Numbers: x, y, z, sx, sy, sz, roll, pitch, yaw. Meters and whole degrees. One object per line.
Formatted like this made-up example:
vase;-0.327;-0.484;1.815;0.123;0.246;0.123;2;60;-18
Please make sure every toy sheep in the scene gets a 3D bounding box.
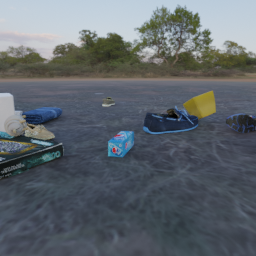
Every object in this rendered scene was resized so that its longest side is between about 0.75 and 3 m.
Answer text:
toy sheep;-3.222;-0.064;8.054;0.671;0.671;0.973;-4;16;-18

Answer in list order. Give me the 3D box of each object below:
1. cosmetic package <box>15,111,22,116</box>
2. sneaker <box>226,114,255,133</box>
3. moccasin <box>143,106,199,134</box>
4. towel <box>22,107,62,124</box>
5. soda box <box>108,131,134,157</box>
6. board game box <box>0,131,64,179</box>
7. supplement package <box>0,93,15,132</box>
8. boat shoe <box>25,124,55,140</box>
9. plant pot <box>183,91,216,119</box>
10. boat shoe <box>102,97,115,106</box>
cosmetic package;-5.363;-0.595;12.987;0.947;0.391;0.240;3;10;11
sneaker;4.462;-0.171;10.642;1.919;0.723;0.753;5;3;-23
moccasin;1.760;-0.333;10.631;2.552;0.870;1.027;-9;15;-37
towel;-3.822;-0.572;12.643;1.133;0.492;2.029;3;12;10
soda box;-0.175;0.441;8.113;0.417;0.440;1.299;3;13;14
board game box;-3.495;0.599;7.455;2.980;0.420;2.016;8;14;32
supplement package;-5.272;-0.444;9.866;2.320;1.406;1.389;-7;14;-27
boat shoe;-3.037;0.125;9.539;1.375;0.447;0.496;9;15;37
plant pot;3.079;-0.878;11.753;1.009;0.890;1.008;-20;-6;-17
boat shoe;-1.202;-1.705;17.780;0.584;0.488;1.634;3;13;14
